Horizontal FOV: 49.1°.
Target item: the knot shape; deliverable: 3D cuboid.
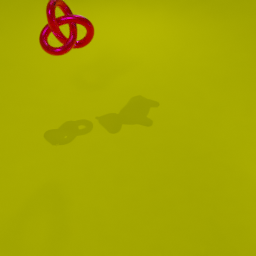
[{"bbox_3d":[-1.665,-2.425,7.118,1.333,1.424,0.658,-53,29,-7],"label":"knot shape"}]
